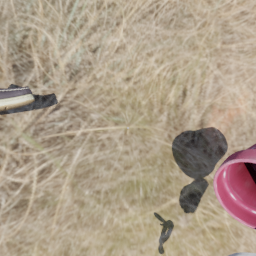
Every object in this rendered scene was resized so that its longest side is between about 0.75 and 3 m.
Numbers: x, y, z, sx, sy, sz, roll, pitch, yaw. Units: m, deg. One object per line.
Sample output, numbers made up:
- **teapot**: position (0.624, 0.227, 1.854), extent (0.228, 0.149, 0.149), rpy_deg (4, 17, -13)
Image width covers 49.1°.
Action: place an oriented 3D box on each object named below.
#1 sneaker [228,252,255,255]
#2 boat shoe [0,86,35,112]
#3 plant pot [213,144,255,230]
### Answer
- **sneaker**: position (1.994, 2.464, 4.210), extent (0.607, 1.649, 0.953), rpy_deg (34, 58, -9)
- **boat shoe**: position (-3.440, -0.702, 5.645), extent (2.914, 1.048, 0.944), rpy_deg (-8, 92, -19)
- **plant pot**: position (2.493, 0.885, 5.074), extent (1.455, 1.455, 1.302), rpy_deg (49, 48, 8)
